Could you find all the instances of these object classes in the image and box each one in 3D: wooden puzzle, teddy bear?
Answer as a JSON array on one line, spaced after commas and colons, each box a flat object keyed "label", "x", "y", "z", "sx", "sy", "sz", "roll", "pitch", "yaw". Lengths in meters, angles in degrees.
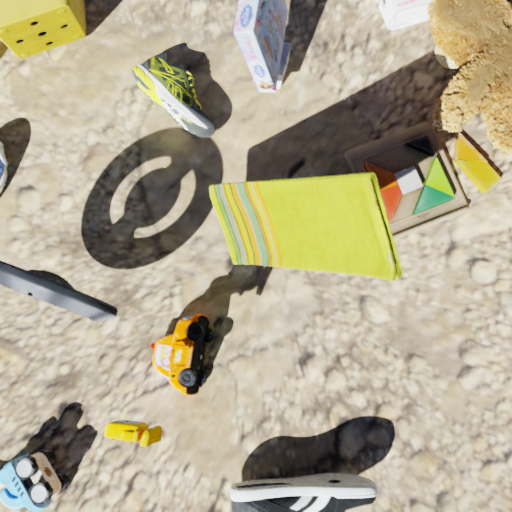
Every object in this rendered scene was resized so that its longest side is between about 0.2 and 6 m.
[{"label": "wooden puzzle", "x": 2.800, "y": -1.417, "z": 10.299, "sx": 3.053, "sy": 0.357, "sz": 2.060, "roll": -28, "pitch": 80, "yaw": -5}, {"label": "teddy bear", "x": 4.628, "y": -2.988, "z": 10.155, "sx": 4.289, "sy": 1.432, "sz": 3.110, "roll": 37, "pitch": 81, "yaw": 1}]

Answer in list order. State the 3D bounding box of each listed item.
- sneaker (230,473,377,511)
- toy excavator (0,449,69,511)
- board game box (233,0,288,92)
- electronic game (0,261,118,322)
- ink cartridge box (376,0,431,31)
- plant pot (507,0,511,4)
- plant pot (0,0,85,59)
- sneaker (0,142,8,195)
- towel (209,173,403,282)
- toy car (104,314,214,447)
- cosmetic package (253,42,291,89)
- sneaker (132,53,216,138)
[{"label": "sneaker", "x": 0.793, "y": 4.281, "z": 8.990, "sx": 2.357, "sy": 0.861, "sz": 1.318, "roll": -5, "pitch": 82, "yaw": 7}, {"label": "toy excavator", "x": -4.050, "y": 3.699, "z": 9.176, "sx": 1.428, "sy": 0.713, "sz": 1.389, "roll": -36, "pitch": 80, "yaw": 2}, {"label": "board game box", "x": 0.120, "y": -3.992, "z": 9.521, "sx": 0.354, "sy": 1.719, "sz": 1.715, "roll": 5, "pitch": 75, "yaw": 15}, {"label": "electronic game", "x": -3.122, "y": 0.468, "z": 8.377, "sx": 2.196, "sy": 2.196, "sz": 0.457, "roll": 20, "pitch": 78, "yaw": 4}, {"label": "ink cartridge box", "x": 2.863, "y": -5.248, "z": 10.935, "sx": 1.009, "sy": 0.587, "sz": 1.385, "roll": -18, "pitch": 81, "yaw": -3}, {"label": "plant pot", "x": 4.354, "y": -4.988, "z": 10.731, "sx": 1.023, "sy": 1.023, "sz": 0.726, "roll": 21, "pitch": 49, "yaw": 4}, {"label": "plant pot", "x": -4.218, "y": -4.873, "z": 10.258, "sx": 2.032, "sy": 2.032, "sz": 1.792, "roll": -20, "pitch": 90, "yaw": -4}, {"label": "sneaker", "x": -5.506, "y": -1.033, "z": 9.856, "sx": 1.056, "sy": 1.075, "sz": 2.790, "roll": 35, "pitch": 80, "yaw": 8}, {"label": "towel", "x": 0.530, "y": -0.431, "z": 8.414, "sx": 0.320, "sy": 3.548, "sz": 1.527, "roll": -34, "pitch": 113, "yaw": -31}, {"label": "toy car", "x": -1.507, "y": 1.726, "z": 8.620, "sx": 0.960, "sy": 2.884, "sz": 1.414, "roll": 6, "pitch": 97, "yaw": 13}, {"label": "cosmetic package", "x": 0.298, "y": -3.657, "z": 10.636, "sx": 0.562, "sy": 0.561, "sz": 0.681, "roll": 15, "pitch": 80, "yaw": 1}, {"label": "sneaker", "x": -1.408, "y": -3.056, "z": 10.418, "sx": 2.014, "sy": 0.750, "sz": 0.852, "roll": 43, "pitch": 82, "yaw": 8}]
